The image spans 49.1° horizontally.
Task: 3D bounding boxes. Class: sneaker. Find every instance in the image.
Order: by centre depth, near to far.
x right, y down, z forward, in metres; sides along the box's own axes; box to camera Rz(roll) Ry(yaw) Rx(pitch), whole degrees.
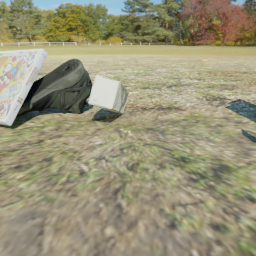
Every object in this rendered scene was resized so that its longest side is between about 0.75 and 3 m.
[{"bbox_3d":[-2.309,-0.840,8.691,2.771,1.587,1.059,-29,45,3],"label":"sneaker"}]

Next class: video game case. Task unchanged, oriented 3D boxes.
[{"bbox_3d":[-3.750,-1.255,8.096,2.574,2.342,0.295,7,-24,30],"label":"video game case"}]

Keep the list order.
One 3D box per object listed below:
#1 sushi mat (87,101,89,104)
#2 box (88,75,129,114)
[{"bbox_3d":[-0.939,-0.900,10.272,1.145,0.069,0.548,13,21,37],"label":"sushi mat"},{"bbox_3d":[-0.476,-0.875,7.852,0.653,0.784,1.909,15,3,7],"label":"box"}]
